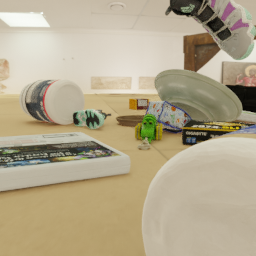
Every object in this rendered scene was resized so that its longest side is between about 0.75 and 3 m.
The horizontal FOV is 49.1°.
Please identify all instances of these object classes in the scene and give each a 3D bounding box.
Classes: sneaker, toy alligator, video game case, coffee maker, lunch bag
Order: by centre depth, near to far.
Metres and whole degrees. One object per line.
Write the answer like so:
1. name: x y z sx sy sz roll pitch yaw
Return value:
1. video game case: -1.682 0.457 4.553 2.680 0.313 2.436 -3 9 -26
2. toy alligator: 0.481 0.000 6.598 0.630 0.576 2.125 1 9 9
3. sneaker: 1.833 -2.883 7.022 2.045 2.923 1.136 -21 -8 -28
4. lunch bag: 1.167 -0.259 7.805 1.143 0.708 0.972 20 -1 -23
5. sneaker: -0.915 -0.345 8.776 1.099 0.611 1.572 -8 12 -38
6. video game case: 3.587 -0.553 10.186 2.537 0.279 2.312 9 9 2
7. coffee maker: 4.861 -1.102 11.540 1.968 1.326 1.890 8 11 33

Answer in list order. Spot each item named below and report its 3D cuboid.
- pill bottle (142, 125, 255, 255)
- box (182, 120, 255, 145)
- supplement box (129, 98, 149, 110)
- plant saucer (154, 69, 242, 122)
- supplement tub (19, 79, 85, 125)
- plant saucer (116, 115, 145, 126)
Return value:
1. pill bottle: 1.089 0.466 1.858 1.079 1.079 1.944 8 12 43
2. box: 2.204 0.116 6.400 1.743 0.430 1.392 3 11 21
3. supplement box: 0.609 -1.324 15.377 0.852 0.565 0.840 -4 9 -23
4. plant saucer: 1.952 -0.691 8.459 2.763 0.693 2.763 25 -14 7
5. supplement tub: -2.664 -0.934 9.707 2.111 1.481 1.481 8 12 43
6. plant saucer: 0.380 -0.254 9.461 1.591 0.234 1.591 -1 8 0
